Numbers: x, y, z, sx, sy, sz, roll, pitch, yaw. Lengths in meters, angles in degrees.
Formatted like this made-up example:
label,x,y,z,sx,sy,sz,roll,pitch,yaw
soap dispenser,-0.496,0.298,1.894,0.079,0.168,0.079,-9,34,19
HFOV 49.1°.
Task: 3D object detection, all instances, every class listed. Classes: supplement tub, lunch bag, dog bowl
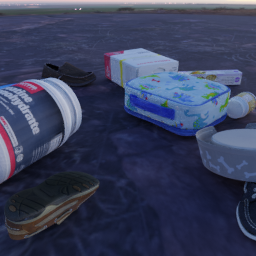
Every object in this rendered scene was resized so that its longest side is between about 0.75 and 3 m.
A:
label,x,y,z,sx,sy,sz,roll,pitch,yaw
supplement tub,-2.587,-0.058,6.649,1.883,1.883,2.683,15,31,27
lunch bag,1.463,-0.889,9.013,2.997,1.236,2.409,23,34,38
supplement tub,3.748,-0.751,9.315,0.723,0.723,1.001,24,35,39
dog bowl,2.810,0.485,6.340,2.479,0.727,2.479,-3,13,1

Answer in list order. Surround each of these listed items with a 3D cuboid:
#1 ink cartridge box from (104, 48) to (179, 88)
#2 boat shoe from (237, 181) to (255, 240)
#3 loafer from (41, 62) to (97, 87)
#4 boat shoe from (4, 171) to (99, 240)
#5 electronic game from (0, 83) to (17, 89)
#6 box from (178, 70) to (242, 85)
label,x,y,z,sx,sy,sz,roll,pitch,yaw
ink cartridge box,0.499,-2.557,12.323,2.093,1.203,2.884,-14,30,-26
boat shoe,2.633,1.280,5.420,0.771,0.629,2.086,15,31,28
loafer,-2.682,-2.426,12.386,2.598,0.922,0.949,5,27,10
boat shoe,-1.352,1.363,5.113,0.737,0.719,1.948,28,25,31
electronic game,-3.948,-1.132,10.190,2.926,0.609,2.926,0,27,0
box,3.581,-2.207,12.362,2.767,0.573,0.535,-2,28,-6
